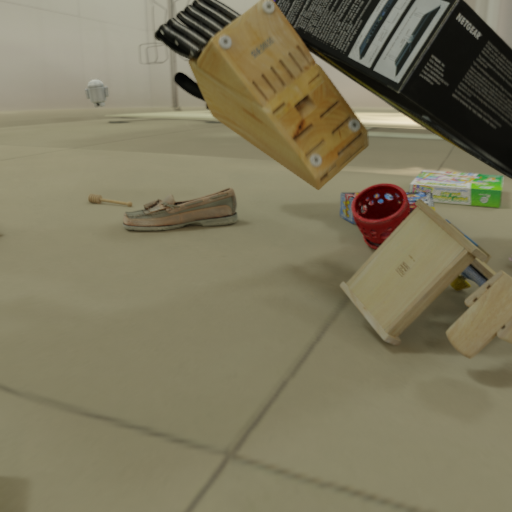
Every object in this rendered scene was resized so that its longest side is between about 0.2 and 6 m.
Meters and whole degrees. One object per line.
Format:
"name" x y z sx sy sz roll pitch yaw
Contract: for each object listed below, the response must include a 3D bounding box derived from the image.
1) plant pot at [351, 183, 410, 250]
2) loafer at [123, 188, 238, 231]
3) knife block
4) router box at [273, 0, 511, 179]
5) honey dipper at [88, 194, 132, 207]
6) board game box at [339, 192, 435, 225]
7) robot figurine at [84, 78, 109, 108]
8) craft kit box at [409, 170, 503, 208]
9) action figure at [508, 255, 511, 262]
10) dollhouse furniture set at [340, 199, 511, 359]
"plant pot" 2.338 -0.685 10.333 1.017 0.926 1.017 -13 47 14
"loafer" -1.615 -1.031 11.965 2.460 0.774 0.885 -5 19 -14
"knife block" -0.109 -2.335 8.033 0.984 3.075 2.700 -42 11 -10
"router box" 2.517 -2.519 8.046 4.277 1.117 3.363 16 23 -40
"honey dipper" -3.588 -1.351 13.803 1.213 0.230 0.230 10 21 21
"board game box" 2.709 -0.906 11.850 1.986 0.613 1.987 4 19 14
"robot figurine" -3.381 -3.470 11.899 0.510 0.602 0.340 -7 20 4
"craft kit box" 5.281 -1.791 14.709 2.191 0.532 2.164 7 23 22
"action figure" 4.940 0.051 9.311 1.319 0.884 0.982 -22 64 -34
"dollhouse furniture set" 2.680 0.709 7.302 2.314 1.510 2.184 24 23 -43
